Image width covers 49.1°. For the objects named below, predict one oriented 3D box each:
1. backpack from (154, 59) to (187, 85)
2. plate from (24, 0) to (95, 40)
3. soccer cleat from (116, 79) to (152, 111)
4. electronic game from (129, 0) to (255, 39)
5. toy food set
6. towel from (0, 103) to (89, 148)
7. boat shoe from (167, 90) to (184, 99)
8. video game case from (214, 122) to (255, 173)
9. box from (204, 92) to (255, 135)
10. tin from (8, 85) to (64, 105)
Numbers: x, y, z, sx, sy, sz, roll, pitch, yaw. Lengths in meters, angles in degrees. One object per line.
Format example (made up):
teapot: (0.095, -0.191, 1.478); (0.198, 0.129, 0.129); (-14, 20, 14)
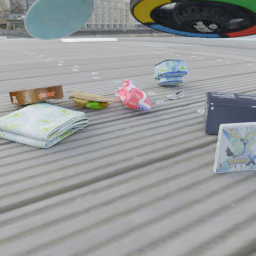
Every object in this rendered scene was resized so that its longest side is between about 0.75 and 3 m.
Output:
backpack: (2.086, -2.640, 13.406); (1.410, 1.132, 1.541); (-6, -2, -14)
plate: (-2.125, -3.580, 8.726); (2.306, 0.295, 2.306); (-26, -10, -5)
soccer cleat: (0.197, -1.230, 10.843); (1.049, 0.915, 2.744); (32, 9, -14)
electronic game: (1.448, -2.210, 5.456); (2.868, 0.597, 2.868); (7, 5, -1)
toy food set: (-1.511, -1.045, 10.662); (2.247, 0.451, 1.551); (17, 12, 34)
towel: (-2.614, -0.161, 8.315); (2.317, 0.558, 1.984); (10, 23, 25)
boat shoe: (1.998, -1.392, 11.752); (0.853, 0.273, 0.314); (-12, 25, -28)
video game case: (2.520, 0.424, 6.067); (1.246, 1.135, 0.137); (-4, 23, -9)
box: (3.241, -0.440, 8.501); (1.765, 0.919, 1.607); (5, 21, 13)
tin: (-3.365, -1.220, 10.264); (1.580, 0.591, 2.822); (-18, 14, -30)
